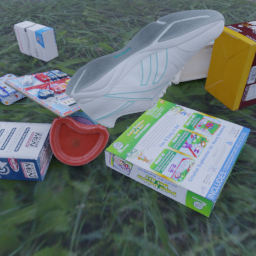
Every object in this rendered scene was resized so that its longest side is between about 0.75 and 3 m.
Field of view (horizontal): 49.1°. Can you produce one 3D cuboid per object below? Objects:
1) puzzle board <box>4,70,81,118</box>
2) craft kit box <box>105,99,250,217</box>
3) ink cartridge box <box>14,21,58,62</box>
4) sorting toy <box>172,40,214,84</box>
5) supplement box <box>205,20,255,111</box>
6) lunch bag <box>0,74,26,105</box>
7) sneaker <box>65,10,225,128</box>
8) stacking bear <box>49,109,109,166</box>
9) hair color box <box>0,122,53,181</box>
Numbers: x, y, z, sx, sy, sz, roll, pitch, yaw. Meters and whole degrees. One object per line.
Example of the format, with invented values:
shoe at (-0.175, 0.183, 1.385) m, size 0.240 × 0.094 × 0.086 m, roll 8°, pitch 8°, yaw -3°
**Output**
puzzle board at (-1.486, -0.844, 6.098) m, size 1.396 × 0.161 × 1.852 m, roll 30°, pitch 25°, yaw 8°
craft kit box at (1.222, 0.455, 6.644) m, size 2.547 × 0.626 × 2.579 m, roll 25°, pitch 45°, yaw 24°
ink cartridge box at (-3.568, -3.395, 10.910) m, size 1.565 × 1.132 × 0.659 m, roll 24°, pitch 45°, yaw 26°
sorting toy at (2.386, -2.588, 10.124) m, size 2.523 × 1.348 × 2.271 m, roll -12°, pitch 21°, yaw -14°
supplement box at (3.739, -1.947, 8.379) m, size 2.108 × 2.079 × 1.400 m, roll -16°, pitch 42°, yaw -18°
lunch bag at (-3.757, -1.214, 8.781) m, size 1.211 × 0.457 × 0.970 m, roll 31°, pitch 50°, yaw 34°
sneaker at (0.245, -0.684, 3.250) m, size 1.885 × 0.755 × 0.663 m, roll -29°, pitch 35°, yaw 10°
stacking bear at (-1.251, -0.101, 6.924) m, size 1.237 × 1.159 × 2.038 m, roll 16°, pitch 24°, yaw -16°
hair color box at (-3.044, 0.489, 6.433) m, size 2.467 × 0.746 × 1.234 m, roll 2°, pitch 39°, yaw 3°
